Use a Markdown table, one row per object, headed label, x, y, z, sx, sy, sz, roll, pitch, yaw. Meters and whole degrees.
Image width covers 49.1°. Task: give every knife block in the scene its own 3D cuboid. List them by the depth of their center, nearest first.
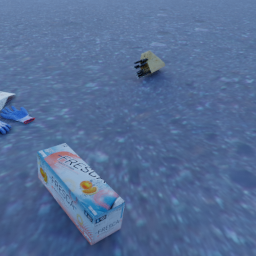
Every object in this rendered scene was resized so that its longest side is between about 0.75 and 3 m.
| label | x | y | z | sx | sy | sz | roll | pitch | yaw |
| --- | --- | --- | --- | --- | --- | --- | --- | --- | --- |
| knife block | 0.852 | -2.384 | 11.391 | 0.475 | 1.484 | 1.303 | -10 | 63 | 42 |

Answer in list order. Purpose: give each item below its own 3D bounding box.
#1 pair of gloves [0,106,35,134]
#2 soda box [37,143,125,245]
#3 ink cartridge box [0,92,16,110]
| label | x | y | z | sx | sy | sz | roll | pitch | yaw |
| --- | --- | --- | --- | --- | --- | --- | --- | --- | --- |
| pair of gloves | -3.639 | -0.247 | 8.346 | 1.229 | 0.174 | 1.529 | 23 | 38 | 33 |
| soda box | -0.999 | 1.163 | 5.450 | 0.679 | 0.731 | 2.137 | -18 | 39 | -38 |
| ink cartridge box | -4.719 | -0.896 | 9.186 | 1.377 | 0.426 | 1.698 | 9 | 16 | 2 |
